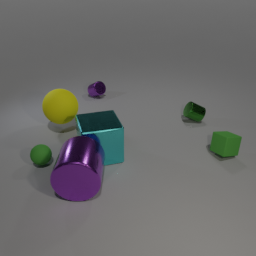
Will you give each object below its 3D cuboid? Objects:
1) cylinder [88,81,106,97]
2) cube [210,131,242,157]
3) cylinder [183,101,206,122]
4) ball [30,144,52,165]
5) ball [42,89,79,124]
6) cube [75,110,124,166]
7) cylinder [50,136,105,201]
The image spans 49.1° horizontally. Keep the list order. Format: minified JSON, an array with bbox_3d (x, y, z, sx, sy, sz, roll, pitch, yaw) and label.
[{"bbox_3d":[-1.601,-1.985,14.330,0.700,0.700,0.700,-25,10,-37],"label":"cylinder"},{"bbox_3d":[3.404,0.543,9.784,0.700,0.700,0.700,-1,17,-27],"label":"cube"},{"bbox_3d":[2.850,-0.695,12.035,0.700,0.700,0.700,22,25,-16],"label":"cylinder"},{"bbox_3d":[-2.901,0.891,9.348,0.700,0.700,0.700,0,29,0],"label":"ball"},{"bbox_3d":[-2.673,-0.852,11.110,1.400,1.400,1.400,0,29,0],"label":"ball"},{"bbox_3d":[-0.983,0.357,9.682,1.400,1.400,1.400,-8,31,-15],"label":"cube"},{"bbox_3d":[-1.429,1.165,8.241,1.400,1.400,1.400,0,30,0],"label":"cylinder"}]
